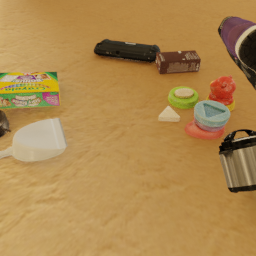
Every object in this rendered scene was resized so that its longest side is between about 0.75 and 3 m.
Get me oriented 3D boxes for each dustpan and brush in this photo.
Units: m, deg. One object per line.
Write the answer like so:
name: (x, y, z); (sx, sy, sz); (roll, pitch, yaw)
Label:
dustpan and brush: (-2.966, 0.501, 7.866); (2.322, 0.665, 1.621); (-8, 36, -19)

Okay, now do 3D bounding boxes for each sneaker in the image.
sneaker: (3.183, -1.824, 7.034); (1.048, 2.767, 1.211); (-42, 46, 14)

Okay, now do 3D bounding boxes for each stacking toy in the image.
stacking toy: (2.292, -0.916, 9.010); (2.237, 1.044, 2.471); (17, 44, 17)

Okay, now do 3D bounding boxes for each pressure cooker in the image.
pressure cooker: (1.675, 0.426, 3.884); (0.756, 0.744, 0.846); (-15, 79, 19)

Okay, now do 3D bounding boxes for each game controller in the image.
game controller: (-0.023, -3.410, 12.267); (2.835, 0.597, 1.479); (11, 29, 11)

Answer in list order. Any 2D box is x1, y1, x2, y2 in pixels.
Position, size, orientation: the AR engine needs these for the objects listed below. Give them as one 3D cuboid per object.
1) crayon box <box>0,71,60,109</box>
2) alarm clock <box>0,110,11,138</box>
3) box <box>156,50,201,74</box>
crayon box: (-3.408, -1.320, 9.427); (2.097, 0.611, 1.810); (-5, 31, -14)
alarm clock: (-4.389, -0.216, 8.633); (1.162, 0.573, 1.722); (-28, 46, -27)
box: (2.003, -2.668, 11.298); (1.645, 0.616, 0.824); (-6, 43, -4)
